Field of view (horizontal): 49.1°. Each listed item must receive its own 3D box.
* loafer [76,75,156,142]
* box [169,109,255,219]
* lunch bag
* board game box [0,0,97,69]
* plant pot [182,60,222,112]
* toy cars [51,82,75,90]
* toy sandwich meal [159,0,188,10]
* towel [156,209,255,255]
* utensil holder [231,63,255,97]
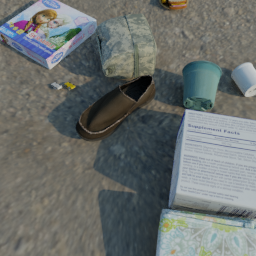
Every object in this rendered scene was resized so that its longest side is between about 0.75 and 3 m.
[{"bbox_3d":[-0.344,-0.781,8.422,2.994,1.068,1.093,-40,74,-22],"label":"loafer"},{"bbox_3d":[2.369,0.969,7.295,2.256,1.287,2.454,10,58,6],"label":"box"},{"bbox_3d":[-0.134,-2.751,9.530,1.790,1.487,2.134,-8,58,-7],"label":"lunch bag"},{"bbox_3d":[-3.051,-3.759,10.721,2.686,0.553,2.680,31,63,18],"label":"board game box"},{"bbox_3d":[2.276,-1.255,8.832,1.245,1.245,1.220,9,66,6],"label":"plant pot"},{"bbox_3d":[-2.179,-1.383,9.447,0.862,0.191,0.386,-1,40,4],"label":"toy cars"},{"bbox_3d":[1.958,-5.511,11.877,1.382,0.473,1.382,0,58,0],"label":"toy sandwich meal"},{"bbox_3d":[1.726,3.241,6.049,2.340,0.658,2.733,6,70,8],"label":"towel"},{"bbox_3d":[3.965,-1.581,9.243,0.753,0.753,0.886,-16,61,-10],"label":"utensil holder"}]
